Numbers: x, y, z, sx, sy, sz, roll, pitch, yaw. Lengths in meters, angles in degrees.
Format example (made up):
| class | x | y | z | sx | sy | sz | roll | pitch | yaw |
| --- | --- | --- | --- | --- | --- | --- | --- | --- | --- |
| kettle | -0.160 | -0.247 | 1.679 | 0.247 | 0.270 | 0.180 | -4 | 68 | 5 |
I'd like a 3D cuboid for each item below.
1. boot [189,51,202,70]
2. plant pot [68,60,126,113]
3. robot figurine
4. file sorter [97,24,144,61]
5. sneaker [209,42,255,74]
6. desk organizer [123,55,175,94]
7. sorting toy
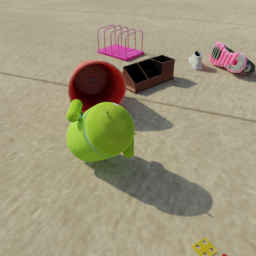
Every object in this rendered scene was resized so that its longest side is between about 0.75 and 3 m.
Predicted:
| class | x | y | z | sx | sy | sz | roll | pitch | yaw |
| --- | --- | --- | --- | --- | --- | --- | --- | --- | --- |
| boot | 3.112 | -3.193 | 12.712 | 0.525 | 0.682 | 1.426 | -1 | 33 | -2 |
| plant pot | -1.122 | -1.467 | 9.312 | 1.823 | 1.823 | 1.613 | -8 | 24 | -13 |
| robot figurine | -0.663 | 0.132 | 6.519 | 2.079 | 1.824 | 1.203 | -23 | 36 | 55 |
| file sorter | -0.390 | -4.308 | 13.890 | 1.996 | 1.252 | 1.387 | 25 | 41 | 33 |
| sneaker | 4.615 | -3.007 | 12.424 | 1.230 | 1.019 | 2.579 | 9 | 30 | -25 |
| desk organizer | 0.832 | -2.155 | 10.978 | 2.205 | 0.849 | 0.791 | -25 | 41 | -33 |
| sorting toy | 1.021 | 2.572 | 4.274 | 0.927 | 0.325 | 1.923 | 21 | 39 | 28 |
